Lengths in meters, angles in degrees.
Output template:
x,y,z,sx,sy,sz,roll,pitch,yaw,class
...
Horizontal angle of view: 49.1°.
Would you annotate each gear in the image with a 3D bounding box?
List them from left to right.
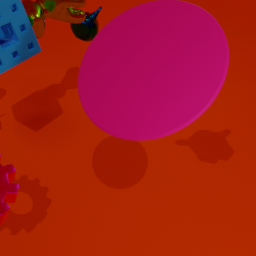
x,y,z,sx,sy,sz,roll,pitch,yaw,class
-2.123,0.772,3.529,1.351,0.250,1.351,17,38,-14,gear

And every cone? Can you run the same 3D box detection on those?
x,y,z,sx,sy,sz,roll,pitch,yaw,class
0.457,-0.377,3.415,1.542,1.548,1.542,-8,68,20,cone

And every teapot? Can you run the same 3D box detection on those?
x,y,z,sx,sy,sz,roll,pitch,yaw,class
-1.112,-2.807,7.575,0.800,1.287,0.630,40,53,-20,teapot

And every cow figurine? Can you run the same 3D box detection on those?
x,y,z,sx,sy,sz,roll,pitch,yaw,class
-1.717,-2.721,5.938,1.650,0.920,1.677,2,72,-8,cow figurine

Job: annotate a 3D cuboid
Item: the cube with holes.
x,y,z,sx,sy,sz,roll,pitch,yaw,class
-2.409,-1.672,4.982,1.012,1.012,1.012,20,49,36,cube with holes
